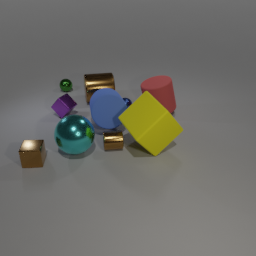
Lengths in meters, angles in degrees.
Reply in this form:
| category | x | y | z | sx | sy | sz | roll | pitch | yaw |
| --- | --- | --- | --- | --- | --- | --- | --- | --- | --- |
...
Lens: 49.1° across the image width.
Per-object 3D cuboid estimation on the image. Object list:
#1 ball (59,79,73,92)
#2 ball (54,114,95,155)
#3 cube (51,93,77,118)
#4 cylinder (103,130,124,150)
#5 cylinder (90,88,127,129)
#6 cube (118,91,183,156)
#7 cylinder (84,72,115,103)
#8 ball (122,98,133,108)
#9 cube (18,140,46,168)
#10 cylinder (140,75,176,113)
| category | x | y | z | sx | sy | sz | roll | pitch | yaw |
| --- | --- | --- | --- | --- | --- | --- | --- | --- | --- |
| ball | -3.363 | -2.324 | 15.192 | 0.700 | 0.700 | 0.700 | 0 | 29 | 0 |
| ball | -1.861 | 0.227 | 9.779 | 1.400 | 1.400 | 1.400 | 0 | 29 | 0 |
| cube | -2.850 | -0.999 | 12.533 | 0.700 | 0.700 | 0.700 | 47 | 34 | -3 |
| cylinder | -0.547 | 0.446 | 10.274 | 0.700 | 0.700 | 0.700 | -4 | 30 | -6 |
| cylinder | -0.818 | -0.815 | 11.283 | 1.400 | 1.400 | 1.400 | -5 | 18 | -8 |
| cube | 0.803 | -0.147 | 9.866 | 1.400 | 1.400 | 1.400 | -44 | 47 | 5 |
| cylinder | -1.429 | -1.997 | 13.872 | 1.400 | 1.400 | 1.400 | -6 | 30 | -11 |
| ball | -0.130 | -1.054 | 12.937 | 0.700 | 0.700 | 0.700 | 0 | 29 | 0 |
| cube | -3.226 | 0.870 | 9.519 | 0.700 | 0.700 | 0.700 | -2 | 30 | -4 |
| cylinder | 1.383 | -1.451 | 12.625 | 1.400 | 1.400 | 1.400 | -12 | 30 | 7 |
